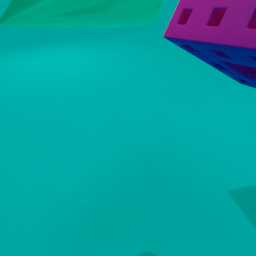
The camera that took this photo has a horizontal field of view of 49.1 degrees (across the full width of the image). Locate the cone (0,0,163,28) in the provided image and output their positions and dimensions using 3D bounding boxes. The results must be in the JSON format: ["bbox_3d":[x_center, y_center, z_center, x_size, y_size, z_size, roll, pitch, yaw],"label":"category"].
[{"bbox_3d":[-0.744,-1.538,3.169,1.629,1.623,1.623,-36,43,-16],"label":"cone"}]

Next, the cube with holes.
[{"bbox_3d":[1.254,-0.965,2.211,1.161,1.161,1.161,19,11,-30],"label":"cube with holes"}]
